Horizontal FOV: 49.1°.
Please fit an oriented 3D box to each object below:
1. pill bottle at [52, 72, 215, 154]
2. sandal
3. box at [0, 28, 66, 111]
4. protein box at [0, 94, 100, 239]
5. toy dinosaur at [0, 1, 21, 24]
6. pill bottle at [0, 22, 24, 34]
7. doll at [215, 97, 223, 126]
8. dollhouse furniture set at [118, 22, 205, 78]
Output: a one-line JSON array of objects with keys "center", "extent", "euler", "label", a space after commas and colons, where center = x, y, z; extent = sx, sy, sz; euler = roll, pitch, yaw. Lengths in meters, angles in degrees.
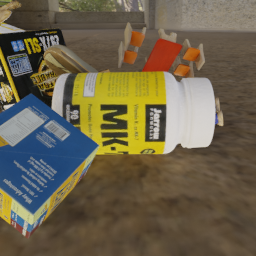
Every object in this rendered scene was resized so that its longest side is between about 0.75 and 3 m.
[{"center": [0.114, -0.290, 5.535], "extent": [2.846, 1.626, 1.626], "euler": [-1, 23, 2], "label": "pill bottle"}, {"center": [-0.878, -1.247, 7.052], "extent": [1.159, 0.780, 2.887], "euler": [3, -23, 33], "label": "sandal"}, {"center": [-2.446, -1.467, 7.598], "extent": [0.677, 2.190, 2.743], "euler": [-9, 17, 24], "label": "box"}, {"center": [-1.313, 0.460, 3.727], "extent": [1.255, 0.853, 1.264], "euler": [36, 48, 6], "label": "protein box"}, {"center": [-2.994, -2.311, 6.152], "extent": [0.928, 0.534, 1.834], "euler": [-3, 56, 19], "label": "toy dinosaur"}, {"center": [-4.428, -2.951, 10.476], "extent": [2.985, 1.672, 1.672], "euler": [25, 31, 22], "label": "pill bottle"}, {"center": [1.186, -0.206, 6.494], "extent": [1.876, 0.454, 1.280], "euler": [-8, 56, 12], "label": "doll"}, {"center": [0.713, -1.515, 7.463], "extent": [2.059, 2.037, 1.061], "euler": [11, 54, -13], "label": "dollhouse furniture set"}]
